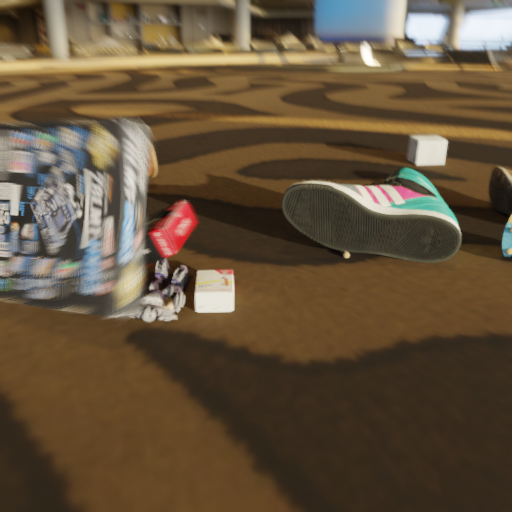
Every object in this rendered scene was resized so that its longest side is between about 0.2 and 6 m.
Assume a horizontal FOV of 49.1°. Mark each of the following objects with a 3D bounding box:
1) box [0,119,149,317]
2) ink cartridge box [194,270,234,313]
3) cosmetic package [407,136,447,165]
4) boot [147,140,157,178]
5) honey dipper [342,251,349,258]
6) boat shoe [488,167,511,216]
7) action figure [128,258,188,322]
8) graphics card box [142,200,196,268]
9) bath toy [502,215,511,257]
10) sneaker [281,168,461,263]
[{"bbox_3d":[-2.598,-0.529,7.388,2.424,2.443,0.607,4,3,23],"label":"box"},{"bbox_3d":[-0.588,0.492,7.998,0.543,0.312,0.749,-1,24,-2],"label":"ink cartridge box"},{"bbox_3d":[4.637,-2.870,15.228,0.816,0.672,0.673,-1,23,-6],"label":"cosmetic package"},{"bbox_3d":[-3.666,-2.331,13.588,2.000,0.988,2.576,-15,27,-31],"label":"boot"},{"bbox_3d":[1.472,-0.218,9.821,0.186,0.186,0.982,-1,27,-3],"label":"honey dipper"},{"bbox_3d":[5.392,-1.179,11.335,0.782,0.825,2.180,2,33,-4],"label":"boat shoe"},{"bbox_3d":[-1.368,0.507,7.816,0.857,0.457,1.316,14,30,3],"label":"action figure"},{"bbox_3d":[-1.880,-0.126,8.291,1.856,0.472,1.164,-21,21,16],"label":"graphics card box"},{"bbox_3d":[5.022,-0.119,8.918,2.005,0.872,0.741,19,7,28],"label":"bath toy"},{"bbox_3d":[2.038,-0.921,9.889,2.982,1.247,1.800,15,30,7],"label":"sneaker"}]
